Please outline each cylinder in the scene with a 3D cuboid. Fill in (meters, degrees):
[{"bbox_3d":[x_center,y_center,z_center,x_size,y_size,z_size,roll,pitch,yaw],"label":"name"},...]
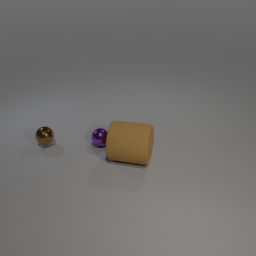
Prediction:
[{"bbox_3d":[0.099,0.493,9.705,1.400,1.400,1.400,6,31,13],"label":"cylinder"}]

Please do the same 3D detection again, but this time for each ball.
[{"bbox_3d":[-3.151,0.287,10.602,0.700,0.700,0.700,0,30,0],"label":"ball"},{"bbox_3d":[-1.052,0.349,10.677,0.700,0.700,0.700,0,30,0],"label":"ball"}]
